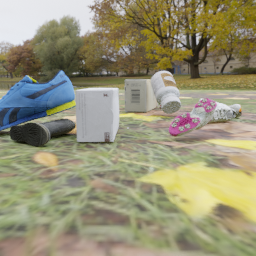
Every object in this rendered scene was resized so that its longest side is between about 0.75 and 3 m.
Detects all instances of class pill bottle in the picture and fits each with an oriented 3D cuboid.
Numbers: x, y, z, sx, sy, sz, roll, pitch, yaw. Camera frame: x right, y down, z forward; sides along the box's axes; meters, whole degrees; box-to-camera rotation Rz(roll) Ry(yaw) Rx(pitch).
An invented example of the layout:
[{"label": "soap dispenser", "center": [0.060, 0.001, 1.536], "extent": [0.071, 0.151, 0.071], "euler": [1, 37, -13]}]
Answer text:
[{"label": "pill bottle", "center": [1.557, -1.435, 11.379], "extent": [0.969, 0.969, 1.694], "euler": [-2, 50, -12]}]

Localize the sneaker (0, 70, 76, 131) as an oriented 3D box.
[{"label": "sneaker", "center": [-2.837, -0.658, 7.271], "extent": [2.925, 1.147, 0.964], "euler": [-19, 13, 0]}]

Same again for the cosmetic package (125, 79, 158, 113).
[{"label": "cosmetic package", "center": [0.717, -1.620, 13.593], "extent": [1.058, 1.498, 2.894], "euler": [3, 11, 16]}]

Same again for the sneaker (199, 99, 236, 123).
[{"label": "sneaker", "center": [2.977, -0.563, 9.458], "extent": [0.949, 0.812, 2.180], "euler": [13, 16, 36]}]

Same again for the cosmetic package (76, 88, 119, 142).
[{"label": "cosmetic package", "center": [-0.706, -0.418, 7.174], "extent": [0.884, 1.229, 2.178], "euler": [0, 7, 2]}]

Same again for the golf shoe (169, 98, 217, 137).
[{"label": "golf shoe", "center": [1.595, -0.125, 6.789], "extent": [1.442, 0.660, 0.543], "euler": [-32, 50, -18]}]

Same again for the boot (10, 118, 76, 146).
[{"label": "boot", "center": [-1.821, 0.063, 6.680], "extent": [1.361, 0.543, 1.497], "euler": [9, 6, 36]}]

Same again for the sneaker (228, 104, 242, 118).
[{"label": "sneaker", "center": [3.794, -0.623, 10.853], "extent": [0.638, 0.525, 1.388], "euler": [-11, 5, -16]}]
